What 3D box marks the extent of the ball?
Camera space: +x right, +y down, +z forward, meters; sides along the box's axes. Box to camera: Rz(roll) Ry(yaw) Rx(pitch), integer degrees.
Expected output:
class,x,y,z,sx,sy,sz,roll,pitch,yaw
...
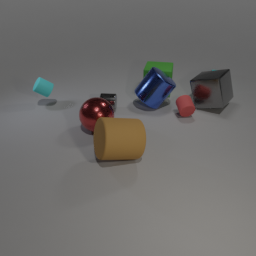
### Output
class,x,y,z,sx,sy,sz,roll,pitch,yaw
ball,-1.243,-0.522,11.152,1.400,1.400,1.400,0,31,0

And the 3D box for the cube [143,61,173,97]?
class,x,y,z,sx,sy,sz,roll,pitch,yaw
cube,1.573,-2.564,14.571,1.400,1.400,1.400,6,31,9

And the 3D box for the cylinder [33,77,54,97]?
class,x,y,z,sx,sy,sz,roll,pitch,yaw
cylinder,-3.886,-1.866,12.849,0.700,0.700,0.700,25,19,-30

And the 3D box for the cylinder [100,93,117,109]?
class,x,y,z,sx,sy,sz,roll,pitch,yaw
cylinder,-0.885,-1.221,12.722,0.700,0.700,0.700,3,31,6

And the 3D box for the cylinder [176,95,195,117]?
class,x,y,z,sx,sy,sz,roll,pitch,yaw
cylinder,2.517,-0.973,12.297,0.700,0.700,0.700,-5,51,-9

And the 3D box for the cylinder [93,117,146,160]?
class,x,y,z,sx,sy,sz,roll,pitch,yaw
cylinder,-0.305,0.361,9.401,1.400,1.400,1.400,1,28,-23

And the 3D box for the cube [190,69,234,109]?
class,x,y,z,sx,sy,sz,roll,pitch,yaw
cube,3.883,-1.796,12.941,1.400,1.400,1.400,2,27,40

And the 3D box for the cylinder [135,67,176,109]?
class,x,y,z,sx,sy,sz,roll,pitch,yaw
cylinder,1.253,-1.846,12.915,1.400,1.400,1.400,32,25,-17
